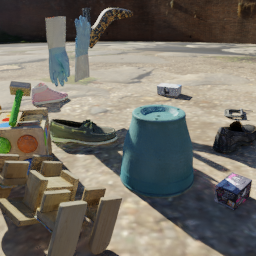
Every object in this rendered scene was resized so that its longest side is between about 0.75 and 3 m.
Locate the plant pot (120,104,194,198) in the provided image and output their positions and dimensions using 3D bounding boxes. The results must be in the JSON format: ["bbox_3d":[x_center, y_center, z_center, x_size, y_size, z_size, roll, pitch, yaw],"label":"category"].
[{"bbox_3d":[0.762,0.429,7.123,1.955,1.837,1.955,0,21,0],"label":"plant pot"}]

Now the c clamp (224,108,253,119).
[{"bbox_3d":[4.747,-0.664,12.103,1.166,0.185,1.364,9,23,23],"label":"c clamp"}]

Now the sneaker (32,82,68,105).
[{"bbox_3d":[-3.862,-1.804,13.893,1.921,1.004,0.723,-16,25,-37],"label":"sneaker"}]

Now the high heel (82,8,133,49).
[{"bbox_3d":[-0.900,-4.628,12.992,2.429,1.732,0.867,-8,20,-17],"label":"high heel"}]

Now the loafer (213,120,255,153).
[{"bbox_3d":[3.648,0.147,9.221,2.211,0.799,0.805,-19,27,-41],"label":"loafer"}]

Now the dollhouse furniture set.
[{"bbox_3d":[-1.995,1.713,4.969,2.440,1.849,2.784,19,7,40],"label":"dollhouse furniture set"}]

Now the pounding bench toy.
[{"bbox_3d":[-2.909,0.048,7.410,1.445,2.326,1.814,-4,22,-10],"label":"pounding bench toy"}]

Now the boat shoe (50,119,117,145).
[{"bbox_3d":[-1.532,0.081,9.516,2.351,0.703,0.840,2,22,6],"label":"boat shoe"}]

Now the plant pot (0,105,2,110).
[{"bbox_3d":[-5.753,-0.807,11.738,0.848,0.848,0.776,2,6,5],"label":"plant pot"}]

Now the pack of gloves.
[{"bbox_3d":[-2.070,-2.891,10.758,0.517,2.621,2.202,23,34,29],"label":"pack of gloves"}]

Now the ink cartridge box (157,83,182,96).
[{"bbox_3d":[2.256,-2.104,15.303,1.169,0.489,0.848,11,24,25],"label":"ink cartridge box"}]

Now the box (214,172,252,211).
[{"bbox_3d":[2.424,1.429,6.457,0.803,0.461,0.530,-20,29,-41],"label":"box"}]
